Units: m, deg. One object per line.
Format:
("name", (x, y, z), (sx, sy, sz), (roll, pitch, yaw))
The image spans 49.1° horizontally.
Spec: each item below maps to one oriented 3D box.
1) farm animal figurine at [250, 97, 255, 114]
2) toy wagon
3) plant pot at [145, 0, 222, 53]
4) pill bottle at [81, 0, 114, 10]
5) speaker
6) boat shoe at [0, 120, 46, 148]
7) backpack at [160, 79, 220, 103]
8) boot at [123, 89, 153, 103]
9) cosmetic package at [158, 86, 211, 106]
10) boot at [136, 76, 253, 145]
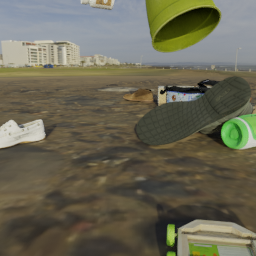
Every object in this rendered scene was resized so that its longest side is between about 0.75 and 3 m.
("farm animal figurine", (4.021, -0.457, 8.490), (1.492, 1.205, 0.750), (8, -26, 29))
("toy wagon", (0.860, 1.254, 2.536), (1.024, 0.261, 1.320), (2, 14, 9))
("plant pot", (1.109, -2.955, 6.663), (1.669, 1.607, 1.669), (-17, -14, -4))
("pill bottle", (-1.104, -4.672, 10.106), (1.138, 0.651, 0.651), (0, 12, -19))
("speaker", (3.081, 0.050, 6.710), (1.744, 0.771, 0.771), (-7, 15, -29))
("boat shoe", (-2.854, 0.098, 6.830), (0.609, 0.596, 1.720), (11, 17, 40))
("backpack", (2.210, -0.729, 8.615), (1.886, 1.453, 1.796), (-12, 9, -27))
("boot", (0.532, -1.739, 14.689), (1.892, 0.714, 0.696), (9, 18, 39))
("cosmetic package", (2.645, -1.501, 13.201), (2.467, 0.877, 1.298), (2, 13, 7))
("boot", (1.787, -0.116, 7.072), (2.837, 0.961, 1.853), (-23, -24, 15))
